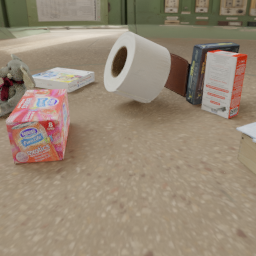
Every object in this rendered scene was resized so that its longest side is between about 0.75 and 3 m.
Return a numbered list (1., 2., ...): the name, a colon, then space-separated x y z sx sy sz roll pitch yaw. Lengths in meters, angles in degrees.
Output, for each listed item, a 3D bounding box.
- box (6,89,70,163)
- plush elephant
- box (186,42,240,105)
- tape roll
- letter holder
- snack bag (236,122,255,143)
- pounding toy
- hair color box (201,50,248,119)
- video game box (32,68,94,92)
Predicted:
1. box: -2.784 -0.204 9.242 1.502 1.386 2.928 -2 26 -5
2. plush elephant: -5.014 -1.971 12.069 2.760 2.137 2.273 -17 30 -32
3. box: 3.738 -2.429 12.512 2.043 2.591 0.661 -12 33 -22
4. tape roll: 0.339 -2.559 12.081 1.807 2.632 2.632 14 17 -29
5. letter holder: 2.764 -2.911 14.409 1.294 1.829 2.574 -11 27 -21
6. snack bag: 4.010 0.126 7.703 1.475 0.167 1.565 -16 24 -17
7. pounding toy: 4.276 0.501 7.907 1.786 1.270 1.645 -7 27 -13
8. hair color box: 3.829 -1.775 11.284 0.786 2.459 1.364 -18 31 -34
9. video game box: -3.570 -2.693 15.373 2.643 0.619 2.408 12 26 23
